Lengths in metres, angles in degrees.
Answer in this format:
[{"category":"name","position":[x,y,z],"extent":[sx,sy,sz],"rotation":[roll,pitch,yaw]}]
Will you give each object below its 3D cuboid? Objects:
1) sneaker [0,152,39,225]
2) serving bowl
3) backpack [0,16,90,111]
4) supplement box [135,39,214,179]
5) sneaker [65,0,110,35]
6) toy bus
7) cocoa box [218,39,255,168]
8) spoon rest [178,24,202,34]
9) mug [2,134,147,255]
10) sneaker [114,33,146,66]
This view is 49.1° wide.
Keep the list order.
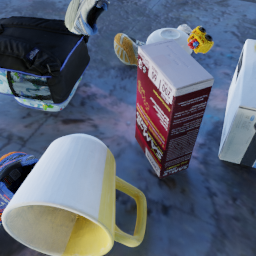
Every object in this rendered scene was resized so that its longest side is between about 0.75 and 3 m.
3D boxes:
[{"category":"sneaker","position":[-2.696,1.466,5.481],"extent":[1.083,1.040,2.762],"rotation":[-15,36,41]},{"category":"serving bowl","position":[1.551,-3.231,10.390],"extent":[1.771,0.583,1.771],"rotation":[0,46,0]},{"category":"backpack","position":[-2.725,-1.835,8.078],"extent":[2.782,2.044,2.545],"rotation":[13,52,7]},{"category":"supplement box","position":[0.834,-0.310,6.185],"extent":[0.846,2.779,1.512],"rotation":[-18,50,-16]},{"category":"sneaker","position":[-0.426,-1.779,3.692],"extent":[0.496,1.164,0.449],"rotation":[31,27,27]},{"category":"toy bus","position":[2.000,-2.559,8.202],"extent":[0.726,0.513,0.756],"rotation":[-19,69,-32]},{"category":"cocoa box","position":[3.576,-0.586,7.022],"extent":[1.873,1.904,2.855],"rotation":[14,49,13]},{"category":"spoon rest","position":[2.480,-3.982,11.330],"extent":[1.021,0.309,0.507],"rotation":[17,47,33]},{"category":"mug","position":[-0.966,1.331,5.613],"extent":[1.936,2.418,1.985],"rotation":[-18,37,24]},{"category":"sneaker","position":[0.485,-2.571,9.744],"extent":[1.017,0.878,2.321],"rotation":[-23,54,-39]}]
